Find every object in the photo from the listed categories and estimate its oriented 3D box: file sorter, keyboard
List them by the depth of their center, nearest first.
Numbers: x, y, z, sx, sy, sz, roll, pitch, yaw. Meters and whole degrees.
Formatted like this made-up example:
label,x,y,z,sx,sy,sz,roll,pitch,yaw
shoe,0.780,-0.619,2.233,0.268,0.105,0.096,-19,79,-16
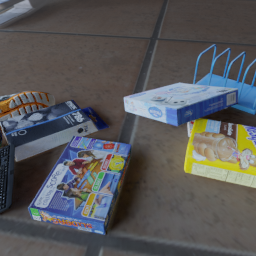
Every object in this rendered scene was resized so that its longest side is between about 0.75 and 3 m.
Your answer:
label,x,y,z,sx,sy,sz,roll,pitch,yaw
keyboard,-3.128,1.168,6.506,0.960,0.366,1.845,-28,46,9
file sorter,3.700,-1.817,9.818,2.383,1.462,1.654,26,44,29

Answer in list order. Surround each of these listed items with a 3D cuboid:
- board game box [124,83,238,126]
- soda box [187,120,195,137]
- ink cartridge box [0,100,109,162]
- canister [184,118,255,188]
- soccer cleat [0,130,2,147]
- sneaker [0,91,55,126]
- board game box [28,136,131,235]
label,x,y,z,sx,sy,sz,roll,pitch,yaw
board game box,1.528,-0.820,8.415,2.420,0.525,2.408,-18,22,-29
soda box,2.007,-0.136,8.572,0.338,0.316,0.991,3,38,7
ink cartridge box,-2.133,-0.107,8.358,2.888,0.566,1.436,-21,42,-27
canister,2.766,0.622,6.955,2.449,1.060,1.819,10,35,16
soccer cleat,-4.814,0.461,7.317,2.839,0.918,1.188,-7,42,-10
sneaker,-3.590,-0.706,8.836,2.520,0.986,0.973,-14,30,-19
board game box,-0.994,1.198,6.727,1.682,0.428,2.485,9,38,11
